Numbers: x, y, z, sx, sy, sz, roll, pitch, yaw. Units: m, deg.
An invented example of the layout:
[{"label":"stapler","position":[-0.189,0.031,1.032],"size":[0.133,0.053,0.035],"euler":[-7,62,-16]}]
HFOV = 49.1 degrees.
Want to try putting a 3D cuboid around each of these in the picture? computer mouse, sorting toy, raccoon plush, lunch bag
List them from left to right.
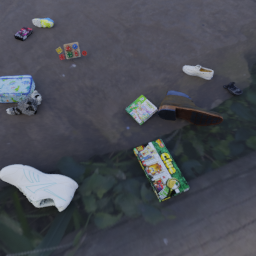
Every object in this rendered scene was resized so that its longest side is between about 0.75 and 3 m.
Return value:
[{"label":"lunch bag","position":[-4.807,-1.689,11.899],"size":[1.540,0.635,1.238],"euler":[-2,51,-2]},{"label":"raccoon plush","position":[-4.208,-1.081,11.472],"size":[1.412,0.683,0.946],"euler":[1,46,1]},{"label":"sorting toy","position":[-2.646,-3.595,13.011],"size":[1.398,0.674,0.236],"euler":[-11,11,0]},{"label":"computer mouse","position":[4.588,-1.630,12.117],"size":[0.602,0.229,0.869],"euler":[-21,45,-12]}]

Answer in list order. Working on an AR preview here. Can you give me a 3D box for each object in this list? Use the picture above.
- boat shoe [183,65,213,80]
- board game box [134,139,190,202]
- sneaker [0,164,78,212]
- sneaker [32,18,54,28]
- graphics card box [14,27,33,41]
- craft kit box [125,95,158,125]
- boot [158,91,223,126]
[{"label":"boat shoe","position":[3.171,-2.620,12.645],"size":[1.383,0.483,0.491],"euler":[23,57,16]},{"label":"board game box","position":[1.141,1.425,9.878],"size":[1.132,0.253,2.160],"euler":[-19,56,-15]},{"label":"sneaker","position":[-3.039,1.921,9.100],"size":[2.648,0.931,1.061],"euler":[12,58,8]},{"label":"sneaker","position":[-4.484,-5.639,14.935],"size":[1.112,0.421,0.584],"euler":[14,43,2]},{"label":"graphics card box","position":[-5.372,-4.850,14.427],"size":[0.539,0.219,0.859],"euler":[22,58,14]},{"label":"craft kit box","position":[0.543,-0.732,11.300],"size":[0.934,0.230,0.946],"euler":[-40,62,-9]},{"label":"boot","position":[2.516,-0.869,11.109],"size":[2.492,0.931,1.208],"euler":[10,57,10]}]
